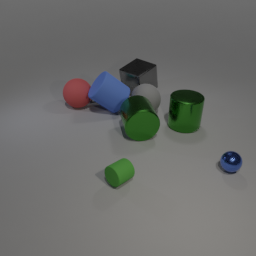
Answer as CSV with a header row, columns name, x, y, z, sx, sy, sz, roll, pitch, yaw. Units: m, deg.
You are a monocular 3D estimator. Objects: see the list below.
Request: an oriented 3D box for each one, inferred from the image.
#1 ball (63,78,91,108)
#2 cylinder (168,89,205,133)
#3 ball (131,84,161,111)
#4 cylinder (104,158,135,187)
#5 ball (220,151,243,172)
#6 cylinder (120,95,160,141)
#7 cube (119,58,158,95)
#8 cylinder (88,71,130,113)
name,x,y,z,sx,sy,sz,roll,pitch,yaw
ball,-2.410,-1.676,13.436,1.400,1.400,1.400,0,31,0
cylinder,2.431,-0.720,11.835,1.400,1.400,1.400,1,32,0
ball,0.808,-1.324,12.844,1.400,1.400,1.400,0,31,0
cylinder,-0.266,1.399,8.860,0.700,0.700,0.700,27,36,37
ball,3.441,1.116,9.335,0.700,0.700,0.700,0,31,0
cylinder,0.449,-0.414,11.337,1.400,1.400,1.400,-5,32,-9
cube,0.572,-2.584,14.646,1.400,1.400,1.400,28,53,35
cylinder,-0.861,-1.631,12.810,1.400,1.400,1.400,33,21,-25
